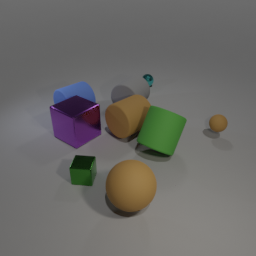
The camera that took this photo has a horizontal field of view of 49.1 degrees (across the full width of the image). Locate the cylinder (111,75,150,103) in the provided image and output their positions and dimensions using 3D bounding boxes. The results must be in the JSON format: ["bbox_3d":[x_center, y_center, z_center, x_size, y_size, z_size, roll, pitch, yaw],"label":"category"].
[{"bbox_3d":[0.136,-1.607,13.150,1.400,1.400,1.400,16,34,24],"label":"cylinder"}]

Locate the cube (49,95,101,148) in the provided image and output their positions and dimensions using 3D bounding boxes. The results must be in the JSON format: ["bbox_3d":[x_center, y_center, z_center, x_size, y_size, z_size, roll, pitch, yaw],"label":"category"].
[{"bbox_3d":[-2.054,-0.288,11.145,1.400,1.400,1.400,23,39,33],"label":"cube"}]

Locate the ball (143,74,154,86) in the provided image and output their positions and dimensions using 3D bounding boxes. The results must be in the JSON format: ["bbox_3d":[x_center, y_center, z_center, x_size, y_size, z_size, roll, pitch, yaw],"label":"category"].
[{"bbox_3d":[1.093,-2.677,15.725,0.700,0.700,0.700,0,31,0],"label":"ball"}]

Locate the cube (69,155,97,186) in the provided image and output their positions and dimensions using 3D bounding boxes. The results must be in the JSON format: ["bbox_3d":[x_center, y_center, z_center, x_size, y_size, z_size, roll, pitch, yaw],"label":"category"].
[{"bbox_3d":[-1.442,1.376,9.106,0.700,0.700,0.700,4,32,6],"label":"cube"}]

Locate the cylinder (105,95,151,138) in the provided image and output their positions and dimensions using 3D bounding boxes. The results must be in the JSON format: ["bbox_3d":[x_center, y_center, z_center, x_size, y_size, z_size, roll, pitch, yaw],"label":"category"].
[{"bbox_3d":[0.048,-0.478,11.154,1.400,1.400,1.400,26,39,36],"label":"cylinder"}]

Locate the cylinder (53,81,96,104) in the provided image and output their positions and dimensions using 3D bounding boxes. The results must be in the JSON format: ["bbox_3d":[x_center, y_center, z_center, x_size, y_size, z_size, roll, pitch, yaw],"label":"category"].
[{"bbox_3d":[-2.429,-1.265,12.744,1.400,1.400,1.400,-27,41,-36],"label":"cylinder"}]

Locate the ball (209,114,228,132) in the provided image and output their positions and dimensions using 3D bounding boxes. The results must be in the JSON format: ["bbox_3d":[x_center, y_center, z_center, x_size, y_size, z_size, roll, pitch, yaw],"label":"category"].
[{"bbox_3d":[3.537,-0.188,10.978,0.700,0.700,0.700,0,31,0],"label":"ball"}]

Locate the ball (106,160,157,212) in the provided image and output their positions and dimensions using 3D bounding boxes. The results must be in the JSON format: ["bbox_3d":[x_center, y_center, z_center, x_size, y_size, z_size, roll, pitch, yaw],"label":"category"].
[{"bbox_3d":[0.085,1.570,7.679,1.400,1.400,1.400,0,31,0],"label":"ball"}]

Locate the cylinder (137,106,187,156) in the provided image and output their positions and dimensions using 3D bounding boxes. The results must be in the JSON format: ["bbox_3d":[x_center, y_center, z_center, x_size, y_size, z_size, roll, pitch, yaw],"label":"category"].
[{"bbox_3d":[1.196,0.088,10.002,1.400,1.400,1.400,21,1,-1],"label":"cylinder"}]
